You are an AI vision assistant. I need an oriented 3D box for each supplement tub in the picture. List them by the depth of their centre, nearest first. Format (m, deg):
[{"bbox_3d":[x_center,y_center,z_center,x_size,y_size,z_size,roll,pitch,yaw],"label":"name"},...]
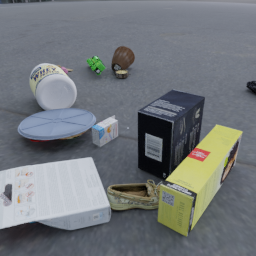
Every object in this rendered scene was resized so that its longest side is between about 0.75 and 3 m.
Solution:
[{"bbox_3d":[-2.899,-1.581,10.601,1.450,1.450,2.000,-14,33,-23],"label":"supplement tub"}]

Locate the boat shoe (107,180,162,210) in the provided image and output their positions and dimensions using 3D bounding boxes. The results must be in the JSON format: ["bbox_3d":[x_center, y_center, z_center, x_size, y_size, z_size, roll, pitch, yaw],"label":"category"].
[{"bbox_3d":[0.300,1.476,6.256,1.550,0.486,0.568,-5,28,-15],"label":"boat shoe"}]

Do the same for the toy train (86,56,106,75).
[{"bbox_3d":[-1.609,-3.223,14.080,0.648,0.480,2.299,-43,30,6],"label":"toy train"}]

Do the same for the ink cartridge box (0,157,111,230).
[{"bbox_3d":[-1.686,1.483,6.175,2.246,0.531,1.797,-8,31,-17],"label":"ink cartridge box"}]

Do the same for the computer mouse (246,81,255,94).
[{"bbox_3d":[6.390,-1.687,11.738,2.413,0.636,1.671,-18,33,-8],"label":"computer mouse"}]

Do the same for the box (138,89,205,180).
[{"bbox_3d":[1.133,0.129,7.376,1.033,1.730,1.759,20,35,32],"label":"box"}]

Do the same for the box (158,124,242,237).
[{"bbox_3d":[1.764,1.024,6.477,0.744,1.117,2.969,20,37,31],"label":"box"}]

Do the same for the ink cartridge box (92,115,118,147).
[{"bbox_3d":[-0.623,0.074,8.609,0.345,0.586,1.018,23,38,33],"label":"ink cartridge box"}]

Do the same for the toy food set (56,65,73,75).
[{"bbox_3d":[-3.654,-2.726,13.709,1.296,0.321,2.038,13,33,21],"label":"toy food set"}]

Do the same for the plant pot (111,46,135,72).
[{"bbox_3d":[-0.362,-3.359,14.218,1.125,1.125,1.204,10,46,16],"label":"plant pot"}]

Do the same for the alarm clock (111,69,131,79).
[{"bbox_3d":[-0.381,-2.580,13.473,0.939,0.313,0.634,-6,31,-14],"label":"alarm clock"}]

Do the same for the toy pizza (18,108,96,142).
[{"bbox_3d":[-2.226,-0.075,8.941,2.418,0.383,2.418,-3,23,1],"label":"toy pizza"}]

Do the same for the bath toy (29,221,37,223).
[{"bbox_3d":[-2.169,1.552,6.232,0.503,0.427,1.156,-17,34,-28],"label":"bath toy"}]

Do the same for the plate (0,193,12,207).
[{"bbox_3d":[-2.914,1.876,5.929,1.003,0.163,1.006,25,38,34],"label":"plate"}]
